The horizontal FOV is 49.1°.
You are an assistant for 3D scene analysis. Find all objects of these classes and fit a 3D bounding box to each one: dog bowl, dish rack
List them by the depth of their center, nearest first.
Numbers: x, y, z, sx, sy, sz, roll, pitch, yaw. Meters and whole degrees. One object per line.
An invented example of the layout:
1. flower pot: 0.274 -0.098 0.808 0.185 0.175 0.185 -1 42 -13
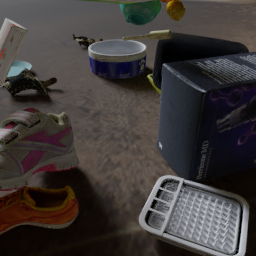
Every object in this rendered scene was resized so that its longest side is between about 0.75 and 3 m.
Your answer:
1. dish rack: 1.146 1.543 4.821 1.672 0.364 1.435 13 33 20
2. dog bowl: -0.411 -2.875 11.485 2.343 0.923 2.343 0 32 0

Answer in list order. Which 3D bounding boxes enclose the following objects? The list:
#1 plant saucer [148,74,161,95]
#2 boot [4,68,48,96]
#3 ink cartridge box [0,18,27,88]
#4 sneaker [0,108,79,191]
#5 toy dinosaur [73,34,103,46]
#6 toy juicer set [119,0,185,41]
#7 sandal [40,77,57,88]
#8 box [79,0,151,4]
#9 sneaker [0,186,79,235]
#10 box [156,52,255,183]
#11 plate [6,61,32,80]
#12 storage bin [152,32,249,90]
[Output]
1. plant saucer: 2.260 -1.070 8.815 2.658 0.637 2.661 -9 33 -14
2. boot: -3.453 -1.340 9.461 1.012 0.484 1.340 -40 70 -19
3. ink cartridge box: -2.724 -1.489 5.827 0.486 1.562 1.940 26 9 -16
4. sneaker: -2.035 0.290 5.080 1.190 1.290 2.925 0 6 23
5. toy dinosaur: -2.328 -4.604 14.731 2.235 0.530 0.985 24 24 34
6. toy juicer set: 0.502 -2.563 6.034 1.437 0.614 2.258 9 -11 6
7. sandal: -2.960 -1.573 10.044 0.883 0.324 0.291 -19 0 -10
8. box: -0.139 -1.352 2.564 1.106 0.279 1.533 -9 20 -27
9. sneaker: -1.909 1.324 4.780 2.073 0.800 0.756 -8 33 -10
10. box: 2.278 -0.325 6.138 2.959 2.190 1.544 -13 34 -18
11. plate: -4.821 -2.252 11.127 1.967 0.251 1.967 -1 31 0
12. storage bin: 1.981 -1.613 8.423 2.541 1.849 1.707 8 5 1
